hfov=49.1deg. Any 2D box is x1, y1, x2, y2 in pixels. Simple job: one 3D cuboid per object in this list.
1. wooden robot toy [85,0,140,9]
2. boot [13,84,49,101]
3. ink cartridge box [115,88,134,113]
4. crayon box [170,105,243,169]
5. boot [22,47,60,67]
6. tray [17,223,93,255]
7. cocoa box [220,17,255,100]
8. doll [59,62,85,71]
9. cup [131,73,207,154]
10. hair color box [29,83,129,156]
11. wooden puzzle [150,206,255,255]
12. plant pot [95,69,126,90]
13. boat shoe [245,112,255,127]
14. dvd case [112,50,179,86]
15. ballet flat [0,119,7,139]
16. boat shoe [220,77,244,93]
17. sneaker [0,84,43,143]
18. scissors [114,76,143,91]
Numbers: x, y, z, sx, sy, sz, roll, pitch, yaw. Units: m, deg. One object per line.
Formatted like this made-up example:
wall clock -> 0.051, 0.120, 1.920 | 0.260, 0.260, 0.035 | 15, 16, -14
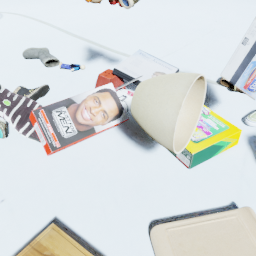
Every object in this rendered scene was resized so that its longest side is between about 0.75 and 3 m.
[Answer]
wooden robot toy -> -0.610, -3.917, 8.144 | 2.923, 1.288, 1.326 | 30, 67, 35
boot -> -3.843, -1.458, 11.114 | 0.944, 0.459, 1.254 | 20, 48, 23
ink cartridge box -> -0.337, -0.941, 10.392 | 0.866, 0.497, 1.192 | 24, 44, 27
crayon box -> 2.001, 0.023, 9.012 | 2.041, 0.690, 2.366 | -20, 42, -26
boot -> -4.210, -3.365, 13.530 | 1.458, 0.582, 1.604 | -19, 49, -20
tray -> -0.959, 3.125, 5.219 | 2.820, 0.522, 1.391 | 24, 44, 29
cocoa box -> 3.514, -1.868, 7.172 | 1.213, 1.819, 1.194 | -32, 65, -36
doll -> -2.565, -2.839, 12.983 | 1.175, 0.285, 0.802 | 5, 30, -4
cup -> 0.818, -0.463, 6.219 | 1.265, 1.769, 1.769 | 20, 42, 26
hair color box -> -1.484, -0.313, 8.803 | 2.723, 0.834, 1.382 | -25, 88, -29
wooden puzzle -> 1.903, 2.832, 5.704 | 2.462, 0.458, 2.278 | -11, 40, -7
plant pot -> -0.717, -1.804, 11.214 | 0.964, 0.851, 0.965 | 25, 44, 28
boat shoe -> 4.829, -0.507, 9.821 | 1.680, 0.521, 0.605 | -17, 41, -20
dvd case -> 0.873, -2.392, 11.706 | 2.123, 0.261, 2.976 | 28, 35, 7
ballet flat -> -4.521, -0.138, 9.384 | 1.728, 0.586, 0.651 | 17, 26, 24
boat shoe -> 4.535, -1.673, 11.268 | 0.693, 0.692, 1.873 | -29, 36, -21
sneaker -> -3.662, -0.492, 9.427 | 2.960, 1.709, 1.120 | 37, 74, -3
scissors -> -0.564, -1.343, 10.260 | 2.413, 0.168, 0.883 | -16, 18, 32
